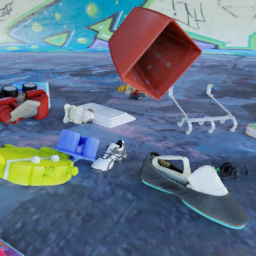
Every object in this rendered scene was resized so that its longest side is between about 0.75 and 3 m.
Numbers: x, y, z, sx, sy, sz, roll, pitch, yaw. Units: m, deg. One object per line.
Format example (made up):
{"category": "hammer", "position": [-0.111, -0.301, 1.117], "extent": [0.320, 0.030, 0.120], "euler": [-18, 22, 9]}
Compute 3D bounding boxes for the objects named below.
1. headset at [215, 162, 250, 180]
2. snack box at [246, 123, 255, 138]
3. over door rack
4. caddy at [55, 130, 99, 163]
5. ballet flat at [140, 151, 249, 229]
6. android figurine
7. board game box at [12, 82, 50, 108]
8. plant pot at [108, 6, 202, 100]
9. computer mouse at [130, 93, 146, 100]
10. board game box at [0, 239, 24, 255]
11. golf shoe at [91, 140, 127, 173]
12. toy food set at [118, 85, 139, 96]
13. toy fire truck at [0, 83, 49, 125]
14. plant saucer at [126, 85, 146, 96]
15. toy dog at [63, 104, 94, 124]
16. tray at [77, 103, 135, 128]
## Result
{"category": "headset", "position": [2.845, 1.224, 7.688], "extent": [0.976, 0.459, 0.603], "euler": [-18, 19, -4]}
{"category": "snack box", "position": [5.178, 0.179, 10.180], "extent": [1.080, 0.433, 1.281], "euler": [-8, 21, -23]}
{"category": "over door rack", "position": [2.986, -0.739, 11.638], "extent": [2.021, 0.911, 2.736], "euler": [-4, 42, -9]}
{"category": "caddy", "position": [-1.506, 0.594, 8.156], "extent": [1.141, 0.847, 1.614], "euler": [18, -7, -18]}
{"category": "ballet flat", "position": [1.391, 1.246, 6.469], "extent": [2.859, 0.978, 0.972], "euler": [19, 18, 39]}
{"category": "android figurine", "position": [-2.666, 0.884, 7.330], "extent": [2.906, 0.597, 2.645], "euler": [10, 2, 31]}
{"category": "board game box", "position": [-4.741, -1.605, 13.787], "extent": [1.664, 1.265, 0.374], "euler": [1, 21, 0]}
{"category": "plant pot", "position": [0.758, -3.051, 10.774], "extent": [2.611, 2.608, 2.301], "euler": [18, 29, -52]}
{"category": "computer mouse", "position": [0.625, -1.808, 15.750], "extent": [0.695, 0.265, 1.003], "euler": [15, 25, 37]}
{"category": "board game box", "position": [-2.373, 2.367, 4.355], "extent": [2.162, 0.421, 1.708], "euler": [13, 24, 32]}
{"category": "golf shoe", "position": [-0.583, 0.797, 8.201], "extent": [0.563, 0.684, 1.448], "euler": [14, 26, 30]}
{"category": "toy food set", "position": [0.424, -2.467, 16.384], "extent": [1.833, 0.875, 0.825], "euler": [-25, 13, 30]}
{"category": "toy fire truck", "position": [-4.240, -0.895, 11.574], "extent": [2.846, 1.831, 2.505], "euler": [30, 34, 34]}
{"category": "plant saucer", "position": [0.839, -2.853, 16.895], "extent": [0.428, 1.767, 1.766], "euler": [18, 3, -45]}
{"category": "toy dog", "position": [-1.994, -0.507, 11.786], "extent": [1.138, 0.794, 1.103], "euler": [10, 1, 21]}
{"category": "tray", "position": [-1.244, -0.671, 12.627], "extent": [2.981, 0.331, 1.601], "euler": [19, 26, 40]}
